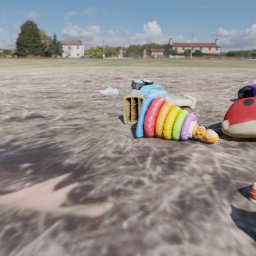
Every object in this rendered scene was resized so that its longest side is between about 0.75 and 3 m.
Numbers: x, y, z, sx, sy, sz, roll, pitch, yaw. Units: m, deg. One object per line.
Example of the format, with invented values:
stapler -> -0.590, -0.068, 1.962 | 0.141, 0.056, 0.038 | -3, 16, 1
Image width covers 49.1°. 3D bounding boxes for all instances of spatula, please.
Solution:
spatula -> 2.130, -0.185, 8.893 | 0.657, 0.239, 2.323 | 0, 19, -15

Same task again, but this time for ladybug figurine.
ladybug figurine -> 3.845, -0.391, 7.639 | 2.856, 1.027, 1.938 | -9, 3, -16

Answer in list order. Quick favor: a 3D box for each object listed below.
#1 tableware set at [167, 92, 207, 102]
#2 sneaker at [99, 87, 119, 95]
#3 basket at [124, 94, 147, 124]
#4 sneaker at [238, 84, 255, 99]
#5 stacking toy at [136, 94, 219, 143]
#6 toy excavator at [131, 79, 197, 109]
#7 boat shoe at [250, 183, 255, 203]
tableware set -> 2.754, -1.516, 13.947 | 1.843, 0.256, 2.206 | -2, 16, -10
sneaker -> -1.074, -2.124, 15.899 | 1.111, 0.393, 0.406 | 2, 15, 8
basket -> 0.301, -0.609, 9.230 | 0.672, 0.941, 0.701 | 9, 15, 29
sneaker -> 5.669, -1.464, 12.608 | 1.423, 0.995, 2.862 | 1, 10, 26
stacking toy -> 1.366, -0.080, 7.457 | 2.130, 1.169, 1.236 | 20, 20, 23
toy excavator -> 1.434, -1.190, 11.619 | 2.277, 1.138, 2.214 | 25, 25, 28
boat shoe -> 2.349, 0.967, 4.611 | 0.954, 0.299, 0.340 | -8, 15, -32
